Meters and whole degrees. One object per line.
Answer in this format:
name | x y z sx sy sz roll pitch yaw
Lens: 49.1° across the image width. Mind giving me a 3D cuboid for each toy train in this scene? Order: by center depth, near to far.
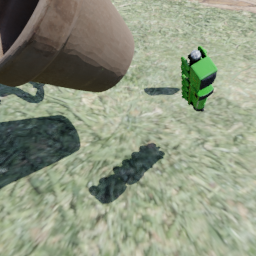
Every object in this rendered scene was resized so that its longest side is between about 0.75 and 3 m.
toy train | 1.370 -0.831 5.509 0.487 2.333 0.658 -32 75 4

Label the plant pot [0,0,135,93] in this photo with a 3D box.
plant pot | -1.251 -1.953 5.719 2.602 2.984 2.984 22 21 -45
